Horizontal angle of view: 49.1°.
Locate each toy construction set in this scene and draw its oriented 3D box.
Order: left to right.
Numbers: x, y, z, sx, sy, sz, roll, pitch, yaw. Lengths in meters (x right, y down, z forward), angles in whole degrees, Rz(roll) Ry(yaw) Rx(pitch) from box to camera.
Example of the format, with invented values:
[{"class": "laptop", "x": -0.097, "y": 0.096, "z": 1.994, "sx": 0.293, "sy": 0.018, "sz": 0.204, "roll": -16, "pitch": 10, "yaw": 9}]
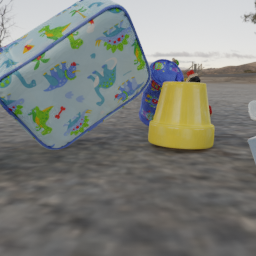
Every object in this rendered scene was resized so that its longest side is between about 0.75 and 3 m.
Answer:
[{"class": "toy construction set", "x": 1.929, "y": -0.935, "z": 9.490, "sx": 2.080, "sy": 1.735, "sz": 1.598, "roll": 40, "pitch": 4, "yaw": 23}]

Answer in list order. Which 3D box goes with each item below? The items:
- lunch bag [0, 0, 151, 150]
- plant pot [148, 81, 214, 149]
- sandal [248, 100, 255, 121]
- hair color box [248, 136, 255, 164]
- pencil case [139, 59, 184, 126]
[{"class": "lunch bag", "x": -0.988, "y": -0.950, "z": 5.315, "sx": 2.691, "sy": 2.163, "sz": 1.110, "roll": -36, "pitch": 46, "yaw": -4}, {"class": "plant pot", "x": 1.133, "y": -0.307, "z": 5.889, "sx": 1.370, "sy": 1.289, "sz": 1.370, "roll": 2, "pitch": 8, "yaw": 0}, {"class": "sandal", "x": 4.290, "y": -0.579, "z": 9.547, "sx": 0.424, "sy": 0.256, "sz": 1.042, "roll": 16, "pitch": 46, "yaw": 16}, {"class": "hair color box", "x": 2.691, "y": 0.191, "z": 4.243, "sx": 1.888, "sy": 0.572, "sz": 0.934, "roll": -9, "pitch": -10, "yaw": -46}, {"class": "pencil case", "x": 0.847, "y": -0.833, "z": 7.364, "sx": 0.932, "sy": 0.837, "sz": 2.145, "roll": 25, "pitch": -28, "yaw": 8}]
